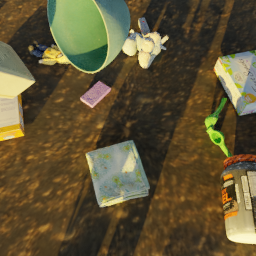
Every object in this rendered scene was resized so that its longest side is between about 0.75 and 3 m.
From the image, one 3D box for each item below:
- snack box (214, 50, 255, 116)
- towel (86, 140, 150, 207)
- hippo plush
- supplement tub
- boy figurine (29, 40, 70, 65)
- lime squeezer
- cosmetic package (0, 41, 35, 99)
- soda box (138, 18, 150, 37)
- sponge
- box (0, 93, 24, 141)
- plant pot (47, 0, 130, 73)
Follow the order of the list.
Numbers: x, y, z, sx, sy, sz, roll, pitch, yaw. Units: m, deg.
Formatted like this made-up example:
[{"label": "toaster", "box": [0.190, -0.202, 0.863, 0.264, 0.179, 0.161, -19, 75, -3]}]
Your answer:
[{"label": "snack box", "box": [4.666, -1.770, 10.554, 1.968, 0.790, 2.334, -12, 60, -8]}, {"label": "towel", "box": [-0.342, 1.420, 8.913, 1.655, 0.466, 1.934, -14, 61, -9]}, {"label": "hippo plush", "box": [0.571, -3.431, 11.175, 1.405, 1.392, 1.747, 33, 66, 17]}, {"label": "supplement tub", "box": [3.437, 2.012, 8.033, 1.394, 1.394, 2.276, 3, 59, 2]}, {"label": "boy figurine", "box": [-3.181, -2.983, 11.410, 1.732, 0.558, 1.077, 24, 60, 16]}, {"label": "lime squeezer", "box": [3.207, 0.136, 9.737, 1.031, 0.551, 2.919, 16, 55, -28]}, {"label": "cosmetic package", "box": [-3.955, -1.769, 7.895, 1.074, 2.939, 1.521, -36, 90, 5]}, {"label": "soda box", "box": [0.712, -4.452, 12.383, 0.288, 0.310, 0.909, -12, 61, -7]}, {"label": "sponge", "box": [-1.222, -1.292, 10.648, 0.599, 0.160, 1.074, 35, 66, 18]}, {"label": "box", "box": [-4.692, -0.762, 10.149, 1.573, 0.548, 2.642, -12, 58, -7]}, {"label": "plant pot", "box": [-0.920, -3.175, 8.431, 2.552, 2.552, 1.719, 38, 52, 20]}]
